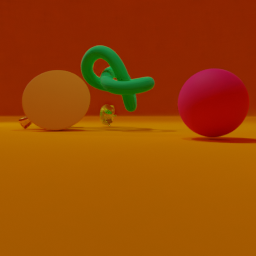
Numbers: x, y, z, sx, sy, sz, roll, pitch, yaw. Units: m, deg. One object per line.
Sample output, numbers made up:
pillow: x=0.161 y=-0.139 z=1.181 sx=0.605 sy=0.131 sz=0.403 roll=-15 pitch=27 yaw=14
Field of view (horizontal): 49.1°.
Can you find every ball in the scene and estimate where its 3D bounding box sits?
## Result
ball: x=1.313 y=-0.384 z=4.359 sx=1.057 sy=1.057 sz=1.057 roll=0 pitch=3 yaw=0

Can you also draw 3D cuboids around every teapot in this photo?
teapot: x=-0.626 y=-0.396 z=8.983 sx=0.513 sy=0.652 sz=1.048 roll=8 pitch=43 yaw=4

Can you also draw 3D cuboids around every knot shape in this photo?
knot shape: x=-0.191 y=-1.180 z=7.435 sx=2.037 sy=0.941 sz=1.906 roll=33 pitch=-4 yaw=26

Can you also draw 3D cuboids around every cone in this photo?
cone: x=-1.752 y=-0.402 z=7.339 sx=1.584 sy=1.584 sz=1.590 roll=0 pitch=-22 yaw=-5

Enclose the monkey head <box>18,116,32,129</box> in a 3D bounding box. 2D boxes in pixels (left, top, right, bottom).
monkey head: x=-2.497 y=-0.371 z=7.693 sx=0.892 sy=1.240 sz=0.747 roll=-27 pitch=18 yaw=15
